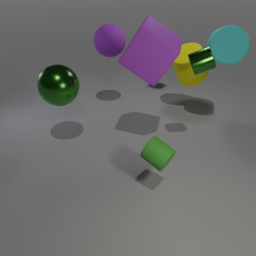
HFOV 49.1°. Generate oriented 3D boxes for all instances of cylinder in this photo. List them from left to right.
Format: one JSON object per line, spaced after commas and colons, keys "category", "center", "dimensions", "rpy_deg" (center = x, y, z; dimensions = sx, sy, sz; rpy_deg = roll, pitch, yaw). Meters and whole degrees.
{"category": "cylinder", "center": [0.809, 0.691, 7.556], "dimensions": [0.700, 0.700, 0.700], "rpy_deg": [37, 41, 16]}
{"category": "cylinder", "center": [2.792, -2.857, 12.657], "dimensions": [1.400, 1.400, 1.400], "rpy_deg": [-15, 47, 17]}
{"category": "cylinder", "center": [2.336, -2.120, 8.867], "dimensions": [0.700, 0.700, 0.700], "rpy_deg": [-19, 25, 16]}
{"category": "cylinder", "center": [3.840, -3.211, 10.831], "dimensions": [1.400, 1.400, 1.400], "rpy_deg": [6, 18, 11]}

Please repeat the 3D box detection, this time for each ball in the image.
{"category": "ball", "center": [-2.354, -1.446, 9.515], "dimensions": [1.400, 1.400, 1.400], "rpy_deg": [0, 29, 0]}
{"category": "ball", "center": [-0.787, -3.793, 12.185], "dimensions": [1.400, 1.400, 1.400], "rpy_deg": [0, 29, 0]}

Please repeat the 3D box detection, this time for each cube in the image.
{"category": "cube", "center": [0.751, -2.491, 9.002], "dimensions": [1.400, 1.400, 1.400], "rpy_deg": [33, 35, -8]}
